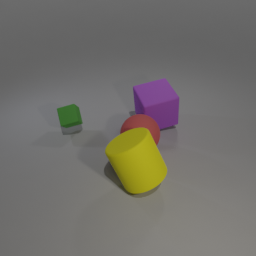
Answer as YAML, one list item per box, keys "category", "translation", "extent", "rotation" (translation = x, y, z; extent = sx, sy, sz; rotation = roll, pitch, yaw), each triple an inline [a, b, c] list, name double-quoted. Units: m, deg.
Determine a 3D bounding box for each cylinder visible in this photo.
- category: "cylinder"
  translation: [0.249, 0.930, 8.178]
  extent: [1.400, 1.400, 1.400]
  rotation: [-24, 21, 9]

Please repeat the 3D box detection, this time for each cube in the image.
- category: "cube"
  translation: [1.101, -0.899, 11.126]
  extent: [1.400, 1.400, 1.400]
  rotation: [-15, 45, -8]
- category: "cube"
  translation: [-2.220, -0.451, 10.731]
  extent: [0.700, 0.700, 0.700]
  rotation: [-15, -8, 3]

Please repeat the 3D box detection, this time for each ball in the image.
- category: "ball"
  translation: [0.421, 0.217, 9.773]
  extent: [1.400, 1.400, 1.400]
  rotation: [0, 32, 0]
